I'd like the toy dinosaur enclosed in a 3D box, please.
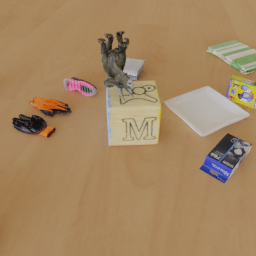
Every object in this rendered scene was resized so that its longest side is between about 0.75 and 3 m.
[{"bbox_3d":[-0.405,-2.037,8.321,1.043,1.387,2.711,1,35,-7],"label":"toy dinosaur"}]

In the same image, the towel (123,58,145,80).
[{"bbox_3d":[0.131,-2.466,11.790,0.935,0.483,1.129,12,44,16],"label":"towel"}]

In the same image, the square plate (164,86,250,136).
[{"bbox_3d":[2.696,-0.609,9.778,2.134,0.304,2.114,-21,45,-22],"label":"square plate"}]

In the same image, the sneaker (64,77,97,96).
[{"bbox_3d":[-1.765,-1.691,10.906,1.448,0.572,0.691,20,34,20],"label":"sneaker"}]

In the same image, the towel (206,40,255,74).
[{"bbox_3d":[5.164,-3.323,12.912,1.969,0.302,2.582,-19,44,-21],"label":"towel"}]

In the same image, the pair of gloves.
[{"bbox_3d":[-2.939,-0.408,9.621,1.604,0.223,1.801,15,46,15],"label":"pair of gloves"}]

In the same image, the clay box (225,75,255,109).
[{"bbox_3d":[4.359,-1.232,10.052,1.525,0.876,0.363,26,48,27],"label":"clay box"}]

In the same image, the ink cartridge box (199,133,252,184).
[{"bbox_3d":[2.853,0.827,8.130,0.830,0.327,1.669,30,50,29],"label":"ink cartridge box"}]

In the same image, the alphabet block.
[{"bbox_3d":[0.137,-0.473,8.696,1.548,1.520,1.512,-2,43,-2],"label":"alphabet block"}]
